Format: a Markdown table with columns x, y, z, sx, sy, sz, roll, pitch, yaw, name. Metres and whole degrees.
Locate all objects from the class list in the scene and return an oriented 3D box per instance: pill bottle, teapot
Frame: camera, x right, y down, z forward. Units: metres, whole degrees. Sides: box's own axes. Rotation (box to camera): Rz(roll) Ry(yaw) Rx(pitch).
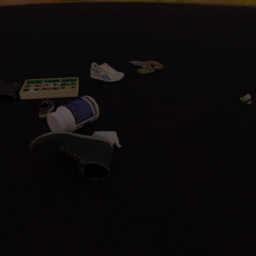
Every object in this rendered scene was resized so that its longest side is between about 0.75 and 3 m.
| x | y | z | sx | sy | sz | roll | pitch | yaw | name |
| --- | --- | --- | --- | --- | --- | --- | --- | --- | --- |
| -2.172 | -0.490 | 11.158 | 1.102 | 1.102 | 1.904 | 24 | 38 | 33 | pill bottle |
| -0.842 | 0.453 | 10.076 | 0.889 | 0.658 | 0.900 | 2 | -2 | -44 | teapot |

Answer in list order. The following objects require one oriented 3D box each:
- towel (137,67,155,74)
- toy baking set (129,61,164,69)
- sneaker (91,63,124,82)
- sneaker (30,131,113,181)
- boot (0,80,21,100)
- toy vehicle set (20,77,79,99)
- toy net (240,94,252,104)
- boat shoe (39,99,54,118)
| x | y | z | sx | sy | sz | roll | pitch | yaw | name |
| --- | --- | --- | --- | --- | --- | --- | --- | --- | --- |
| 1.071 | -3.484 | 17.011 | 0.950 | 0.173 | 0.705 | -20 | 36 | -29 | towel |
| 1.168 | -4.047 | 17.615 | 1.641 | 0.249 | 2.138 | -14 | 31 | -41 | toy baking set |
| -1.203 | -3.160 | 15.831 | 2.081 | 0.840 | 0.796 | 12 | 32 | 18 | sneaker |
| -1.863 | 0.885 | 8.915 | 2.743 | 1.026 | 1.457 | 0 | 29 | -2 | sneaker |
| -6.234 | -1.831 | 13.878 | 1.685 | 0.583 | 1.467 | 1 | 30 | -3 | boot |
| -3.981 | -2.086 | 14.503 | 2.789 | 0.370 | 1.733 | -4 | 31 | -7 | toy vehicle set |
| 5.808 | -1.438 | 13.601 | 0.525 | 0.193 | 1.001 | 19 | 36 | 28 | toy net |
| -3.677 | -0.978 | 12.557 | 0.532 | 0.479 | 1.478 | 0 | 31 | 0 | boat shoe |
